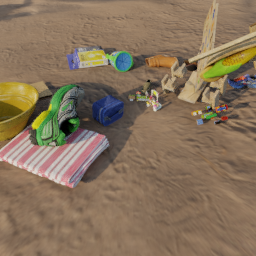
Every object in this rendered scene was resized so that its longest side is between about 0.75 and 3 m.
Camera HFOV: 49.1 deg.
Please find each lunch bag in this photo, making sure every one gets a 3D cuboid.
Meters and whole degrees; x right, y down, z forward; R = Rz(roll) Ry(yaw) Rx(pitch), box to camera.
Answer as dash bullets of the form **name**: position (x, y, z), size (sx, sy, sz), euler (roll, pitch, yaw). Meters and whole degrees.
- **lunch bag**: position (-0.678, -0.579, 9.644), size (0.720, 0.739, 1.088), euler (30, 47, 33)

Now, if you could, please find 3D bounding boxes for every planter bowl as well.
- **planter bowl**: position (-4.159, -0.369, 9.017), size (2.764, 1.151, 2.764), euler (-1, 36, 1)

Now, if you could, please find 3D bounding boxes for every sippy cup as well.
- **sippy cup**: position (-0.398, -3.119, 12.871), size (0.946, 1.204, 0.883), euler (-44, 38, -7)

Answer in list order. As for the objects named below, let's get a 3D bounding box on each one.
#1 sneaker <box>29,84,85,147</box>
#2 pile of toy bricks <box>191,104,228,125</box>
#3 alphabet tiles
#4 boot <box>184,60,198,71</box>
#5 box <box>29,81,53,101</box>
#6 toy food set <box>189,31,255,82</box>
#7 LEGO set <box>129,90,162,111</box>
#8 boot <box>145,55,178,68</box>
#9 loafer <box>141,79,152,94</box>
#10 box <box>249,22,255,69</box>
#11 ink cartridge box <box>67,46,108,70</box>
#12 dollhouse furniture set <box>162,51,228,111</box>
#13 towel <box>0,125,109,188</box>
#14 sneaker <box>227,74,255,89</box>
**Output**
- **sneaker**: position (-1.912, -0.360, 8.728), size (1.138, 1.042, 2.671), euler (12, 47, 9)
- **pile of toy bricks**: position (2.839, -0.452, 9.734), size (1.190, 0.660, 0.587), euler (-14, 9, 7)
- **alphabet tiles**: position (2.080, -2.179, 7.452), size (0.078, 1.732, 2.072), euler (9, 80, 4)
- **boot**: position (2.898, -3.019, 13.140), size (0.895, 0.325, 0.950), euler (-14, 39, -17)
- **box**: position (-3.716, -1.466, 11.291), size (1.026, 0.134, 1.255), euler (-20, 42, -24)
- **toy food set**: position (2.033, -1.214, 5.211), size (1.383, 0.402, 2.004), euler (-18, -3, 31)
- **LEGO set**: position (0.700, -1.182, 10.591), size (1.433, 0.533, 0.659), euler (28, 46, 31)
- **boot**: position (1.559, -2.981, 12.921), size (1.192, 0.568, 1.541), euler (-10, 27, -15)
- **loafer**: position (0.747, -1.712, 11.444), size (0.353, 0.327, 0.938), euler (9, 39, 11)
- **box**: position (3.984, -2.444, 7.630), size (1.251, 1.530, 0.163), euler (-27, 46, 8)
- **ink cartridge box**: position (-2.035, -3.485, 13.685), size (1.818, 0.427, 1.796), euler (-8, 39, -13)
- **dollhouse furniture set**: position (2.858, -1.800, 11.125), size (2.135, 1.513, 2.324), euler (23, 64, 27)
- **towel**: position (-2.241, 0.647, 8.399), size (2.841, 0.425, 2.079), euler (14, 39, 22)
- **sneaker**: position (4.795, -1.986, 11.619), size (1.396, 0.547, 0.526), euler (-3, 37, -4)
